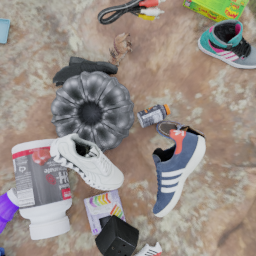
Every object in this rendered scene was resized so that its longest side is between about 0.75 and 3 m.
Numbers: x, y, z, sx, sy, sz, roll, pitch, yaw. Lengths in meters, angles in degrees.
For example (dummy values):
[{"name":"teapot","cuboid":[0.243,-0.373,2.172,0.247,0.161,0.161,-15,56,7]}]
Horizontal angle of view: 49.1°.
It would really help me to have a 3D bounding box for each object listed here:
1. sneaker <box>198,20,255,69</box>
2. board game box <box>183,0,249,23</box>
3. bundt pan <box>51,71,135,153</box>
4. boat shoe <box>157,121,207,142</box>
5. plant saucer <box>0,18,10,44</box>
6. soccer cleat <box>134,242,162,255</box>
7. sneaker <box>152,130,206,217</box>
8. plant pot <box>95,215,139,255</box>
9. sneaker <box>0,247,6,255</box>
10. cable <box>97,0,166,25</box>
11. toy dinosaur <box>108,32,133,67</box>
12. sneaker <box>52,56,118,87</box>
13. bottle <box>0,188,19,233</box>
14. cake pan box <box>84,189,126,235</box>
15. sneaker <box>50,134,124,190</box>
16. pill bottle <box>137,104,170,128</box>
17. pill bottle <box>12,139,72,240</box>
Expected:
[{"name":"sneaker","cuboid":[3.797,-2.950,9.726,2.485,1.501,1.039,20,82,3]},{"name":"board game box","cuboid":[3.270,-4.702,10.508,2.102,0.501,1.068,28,82,4]},{"name":"bundt pan","cuboid":[-1.204,-0.476,9.237,2.928,1.099,2.928,0,95,0]},{"name":"boat shoe","cuboid":[1.874,0.112,9.689,1.766,0.639,0.638,14,81,2]},{"name":"plant saucer","cuboid":[-5.808,-3.714,10.489,2.775,0.263,0.970,6,81,0]},{"name":"soccer cleat","cuboid":[0.556,4.089,9.230,1.130,0.388,0.481,-12,72,-5]},{"name":"sneaker","cuboid":[1.095,1.267,8.049,1.179,1.046,2.789,23,109,0]},{"name":"plant pot","cuboid":[-0.304,3.626,8.788,1.099,0.975,1.096,35,93,-11]},{"name":"sneaker","cuboid":[-3.485,4.816,8.802,2.774,1.045,1.088,32,77,3]},{"name":"cable","cuboid":[0.144,-3.403,8.035,2.016,0.979,0.507,-19,68,-18]},{"name":"toy dinosaur","cuboid":[-0.318,-2.981,10.235,0.919,0.582,1.356,-6,76,6]},{"name":"sneaker","cuboid":[-1.516,-1.861,10.022,2.190,0.658,1.142,13,81,7]},{"name":"bottle","cuboid":[-4.630,3.090,9.092,2.767,0.903,1.156,-41,81,-6]},{"name":"cake pan box","cuboid":[-0.761,2.849,9.429,1.183,0.336,1.284,-15,82,0]},{"name":"sneaker","cuboid":[-0.978,0.992,7.944,2.433,0.986,0.914,36,44,-26]},{"name":"pill bottle","cuboid":[0.919,-0.467,9.810,1.100,0.584,0.584,-22,82,-4]},{"name":"pill bottle","cuboid":[-2.679,1.907,8.921,1.602,1.602,2.894,-11,81,-2]}]
